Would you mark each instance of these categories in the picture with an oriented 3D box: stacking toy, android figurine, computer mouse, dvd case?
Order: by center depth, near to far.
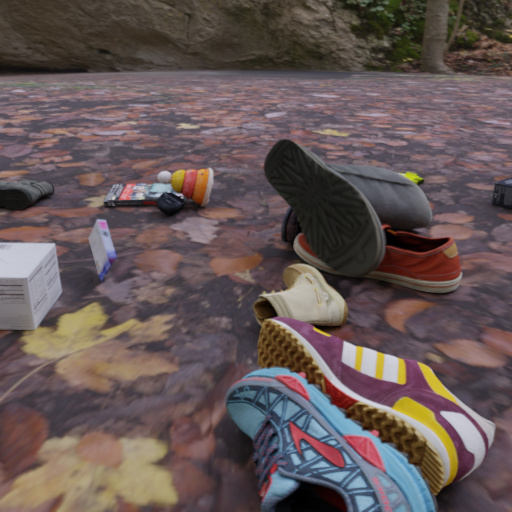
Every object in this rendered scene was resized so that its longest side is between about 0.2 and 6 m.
[{"bbox_3d":[-1.720,-1.752,13.435,1.290,0.942,0.942,11,21,-14],"label":"stacking toy"},{"bbox_3d":[-1.876,-1.363,13.597,0.553,0.321,1.887,35,27,7],"label":"computer mouse"},{"bbox_3d":[-2.761,-1.549,14.209,1.961,0.216,1.432,-2,23,-4],"label":"dvd case"},{"bbox_3d":[4.142,-2.146,15.628,0.976,0.200,0.888,20,31,36],"label":"android figurine"}]

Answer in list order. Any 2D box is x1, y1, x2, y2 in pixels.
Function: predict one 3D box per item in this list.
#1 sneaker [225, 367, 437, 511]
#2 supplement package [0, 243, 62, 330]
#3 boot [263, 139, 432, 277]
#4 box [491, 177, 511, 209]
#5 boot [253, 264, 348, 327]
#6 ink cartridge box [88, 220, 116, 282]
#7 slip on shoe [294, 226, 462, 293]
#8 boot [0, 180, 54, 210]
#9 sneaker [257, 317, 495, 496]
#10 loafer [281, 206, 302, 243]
[{"bbox_3d":[0.377,1.893,5.246,1.166,0.968,2.441,-21,30,-37],"label":"sneaker"},{"bbox_3d":[-4.054,0.444,8.649,1.640,0.909,1.277,1,24,0],"label":"supplement package"},{"bbox_3d":[2.217,-0.823,10.765,3.720,1.350,3.383,14,38,-46],"label":"boot"},{"bbox_3d":[6.450,-1.493,13.591,0.978,0.584,0.995,-18,29,-36],"label":"box"},{"bbox_3d":[0.485,0.634,8.610,1.242,0.582,1.598,-6,30,-25],"label":"boot"},{"bbox_3d":[-2.680,-0.090,9.803,0.200,0.568,0.952,-1,56,-35],"label":"ink cartridge box"},{"bbox_3d":[2.105,-0.131,9.991,3.050,0.933,1.130,11,28,30],"label":"slip on shoe"},{"bbox_3d":[-6.228,-1.610,13.952,2.048,0.693,1.338,10,19,5],"label":"boot"},{"bbox_3d":[1.190,1.501,6.268,1.271,1.057,2.821,-9,30,-38],"label":"sneaker"},{"bbox_3d":[1.321,-0.868,11.799,0.809,0.923,2.568,13,23,22],"label":"loafer"}]
